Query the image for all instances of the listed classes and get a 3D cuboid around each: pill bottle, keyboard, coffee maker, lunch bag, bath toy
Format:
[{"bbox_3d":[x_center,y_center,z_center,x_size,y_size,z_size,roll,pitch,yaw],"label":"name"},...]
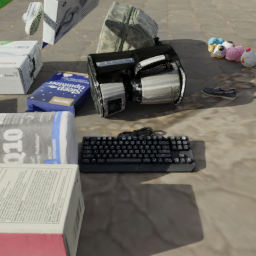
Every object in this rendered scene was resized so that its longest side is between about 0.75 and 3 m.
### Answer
[{"bbox_3d":[-2.412,0.435,5.737,2.609,1.484,1.484,-3,36,-4],"label":"pill bottle"},{"bbox_3d":[0.189,0.437,6.753,2.610,0.335,1.567,0,35,-1],"label":"keyboard"},{"bbox_3d":[0.104,-1.560,8.434,2.555,1.721,2.454,-10,34,-11],"label":"coffee maker"},{"bbox_3d":[0.120,-3.854,11.596,2.245,1.865,2.676,17,37,-6],"label":"lunch bag"},{"bbox_3d":[4.217,-3.088,11.309,0.931,0.791,2.140,-45,45,-1],"label":"bath toy"}]

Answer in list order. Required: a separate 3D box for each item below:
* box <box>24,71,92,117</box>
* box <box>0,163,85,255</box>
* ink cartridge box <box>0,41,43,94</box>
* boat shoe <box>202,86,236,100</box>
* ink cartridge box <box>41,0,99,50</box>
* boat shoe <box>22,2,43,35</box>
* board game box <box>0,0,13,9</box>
[{"bbox_3d":[-2.028,-1.061,8.789,1.562,0.418,2.579,9,38,13],"label":"box"},{"bbox_3d":[-1.897,1.445,4.582,2.146,1.169,1.372,1,35,1],"label":"box"},{"bbox_3d":[-4.183,-2.159,9.777,1.793,1.016,2.446,0,35,0],"label":"ink cartridge box"},{"bbox_3d":[2.937,-1.212,9.041,1.079,0.338,0.392,16,38,21],"label":"boat shoe"},{"bbox_3d":[-1.588,-3.550,8.287,0.486,2.395,2.391,38,63,-3],"label":"ink cartridge box"},{"bbox_3d":[-2.501,-2.823,7.224,0.372,0.365,1.045,8,65,3],"label":"boat shoe"},{"bbox_3d":[-2.775,-2.932,5.810,1.651,0.789,0.248,-42,30,-10],"label":"board game box"}]
